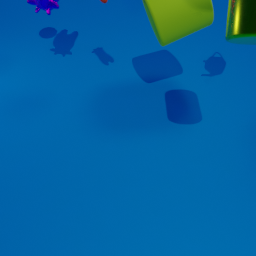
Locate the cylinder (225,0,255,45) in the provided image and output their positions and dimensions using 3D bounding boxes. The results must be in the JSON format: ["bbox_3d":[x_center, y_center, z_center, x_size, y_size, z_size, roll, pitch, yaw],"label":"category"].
[{"bbox_3d":[1.892,-1.700,3.800,1.004,1.004,1.004,2,11,0],"label":"cylinder"}]

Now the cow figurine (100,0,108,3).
[{"bbox_3d":[-0.680,-3.411,6.171,0.545,0.993,0.977,-34,75,-11],"label":"cow figurine"}]

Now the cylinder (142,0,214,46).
[{"bbox_3d":[1.156,-2.800,6.622,1.300,1.300,1.300,-23,52,8],"label":"cylinder"}]

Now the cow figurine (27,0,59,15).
[{"bbox_3d":[-2.202,-3.855,7.030,0.930,1.695,1.667,13,95,8],"label":"cow figurine"}]
